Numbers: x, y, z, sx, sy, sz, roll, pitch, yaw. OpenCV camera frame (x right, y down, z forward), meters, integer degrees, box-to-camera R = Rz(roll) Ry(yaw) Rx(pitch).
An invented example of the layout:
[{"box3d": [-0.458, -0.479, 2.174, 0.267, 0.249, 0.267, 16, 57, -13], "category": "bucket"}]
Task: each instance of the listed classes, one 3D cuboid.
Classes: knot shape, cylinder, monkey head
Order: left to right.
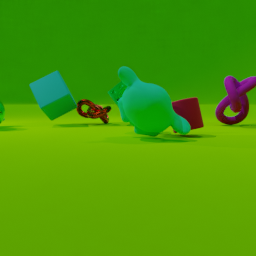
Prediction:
[{"box3d": [-1.243, -0.613, 10.008, 1.262, 0.623, 1.348, 16, -3, -1], "category": "knot shape"}, {"box3d": [0.519, -0.545, 6.086, 1.376, 1.913, 1.153, -48, 1, -33], "category": "monkey head"}, {"box3d": [1.349, -0.292, 6.554, 0.713, 0.713, 0.713, -12, -2, 0], "category": "cylinder"}, {"box3d": [3.573, -0.879, 9.326, 0.849, 1.719, 1.837, 28, 34, 33], "category": "knot shape"}]

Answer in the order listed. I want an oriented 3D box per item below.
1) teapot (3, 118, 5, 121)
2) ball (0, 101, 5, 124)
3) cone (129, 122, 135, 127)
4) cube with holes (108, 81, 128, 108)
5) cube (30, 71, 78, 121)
[{"box3d": [-4.499, -0.667, 8.797, 1.420, 0.883, 0.695, 43, -9, -36], "category": "teapot"}, {"box3d": [-4.095, -0.461, 8.076, 1.014, 1.014, 1.014, 0, 5, 0], "category": "ball"}, {"box3d": [0.513, -0.562, 7.340, 0.918, 0.922, 0.918, 3, -24, 2], "category": "cone"}, {"box3d": [0.088, -1.033, 9.641, 0.952, 0.952, 0.952, -39, -25, 7], "category": "cube with holes"}, {"box3d": [-2.471, -1.062, 9.400, 1.033, 1.033, 1.033, -28, -21, -6], "category": "cube"}]
